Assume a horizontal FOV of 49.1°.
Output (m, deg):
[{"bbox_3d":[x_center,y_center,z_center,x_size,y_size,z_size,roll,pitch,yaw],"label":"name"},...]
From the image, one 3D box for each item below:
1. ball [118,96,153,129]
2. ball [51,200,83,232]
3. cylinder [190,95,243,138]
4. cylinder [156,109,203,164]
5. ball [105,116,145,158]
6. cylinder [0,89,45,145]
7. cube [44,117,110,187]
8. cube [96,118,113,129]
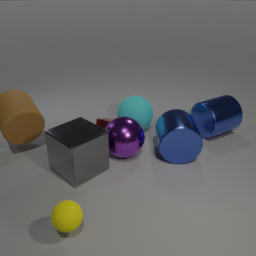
[{"bbox_3d":[0.289,-0.579,11.062,1.400,1.400,1.400,0,28,0],"label":"ball"},{"bbox_3d":[-1.384,2.004,6.371,0.700,0.700,0.700,0,28,0],"label":"ball"},{"bbox_3d":[3.375,-0.450,10.757,1.400,1.400,1.400,-17,32,-24],"label":"cylinder"},{"bbox_3d":[1.689,0.263,9.486,1.400,1.400,1.400,0,28,0],"label":"cylinder"},{"bbox_3d":[-0.131,0.303,9.417,1.400,1.400,1.400,0,28,0],"label":"ball"},{"bbox_3d":[-3.770,-0.390,9.617,1.400,1.400,1.400,-18,48,-30],"label":"cylinder"},{"bbox_3d":[-1.546,0.686,8.688,1.400,1.400,1.400,25,37,37],"label":"cube"},{"bbox_3d":[-0.755,0.041,10.442,0.700,0.700,0.700,14,11,23],"label":"cube"}]
